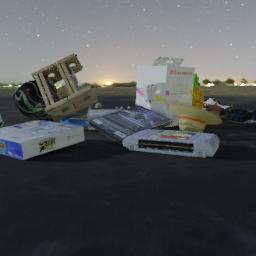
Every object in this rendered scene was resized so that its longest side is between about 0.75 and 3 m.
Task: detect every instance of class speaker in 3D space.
[{"bbox_3d":[-0.506,-0.296,9.981,1.862,0.756,0.756,1,8,3],"label":"speaker"}]

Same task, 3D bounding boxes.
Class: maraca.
[{"bbox_3d":[2.977,-1.440,13.086,1.149,2.149,1.473,15,33,28],"label":"maraca"}]

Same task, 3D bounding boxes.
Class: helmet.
[{"bbox_3d":[-4.253,-1.288,13.131,1.871,1.784,1.871,-39,10,8],"label":"helmet"}]

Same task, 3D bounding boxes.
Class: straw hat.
[{"bbox_3d":[1.921,-0.070,8.436,1.773,0.750,1.773,19,-6,2],"label":"straw hat"}]

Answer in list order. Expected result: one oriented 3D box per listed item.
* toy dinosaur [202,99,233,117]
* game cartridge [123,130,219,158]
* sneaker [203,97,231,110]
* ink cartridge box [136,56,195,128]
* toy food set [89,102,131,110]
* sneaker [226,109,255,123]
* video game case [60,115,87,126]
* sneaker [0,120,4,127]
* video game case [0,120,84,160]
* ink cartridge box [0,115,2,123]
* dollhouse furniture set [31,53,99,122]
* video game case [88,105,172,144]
[{"bbox_3d":[4.274,-0.828,13.419,2.018,0.866,1.367,-8,15,-23],"label":"toy dinosaur"},{"bbox_3d":[1.124,0.338,7.032,2.139,0.437,1.424,4,5,23],"label":"game cartridge"},{"bbox_3d":[5.122,-1.360,16.560,2.144,0.940,0.811,8,10,36],"label":"sneaker"},{"bbox_3d":[1.459,-1.480,11.186,1.676,2.607,1.633,-6,13,-41],"label":"ink cartridge box"},{"bbox_3d":[-0.968,-1.022,15.115,2.227,0.673,1.598,-1,8,-6],"label":"toy food set"},{"bbox_3d":[5.082,-0.441,11.956,1.702,0.644,0.656,4,-12,22],"label":"sneaker"},{"bbox_3d":[-1.531,-0.388,12.435,1.726,0.215,2.412,7,11,36],"label":"video game case"},{"bbox_3d":[-5.252,-0.174,10.473,1.172,0.456,0.820,4,3,-17],"label":"sneaker"},{"bbox_3d":[-2.421,0.231,7.096,1.959,0.445,1.776,7,17,38],"label":"video game case"},{"bbox_3d":[-5.124,-0.312,9.015,1.454,0.610,1.277,2,18,21],"label":"ink cartridge box"},{"bbox_3d":[-2.110,-1.147,10.829,1.787,1.798,2.550,-27,-25,-2],"label":"dollhouse furniture set"},{"bbox_3d":[0.100,-0.182,8.643,2.147,0.204,1.534,-19,34,-39],"label":"video game case"}]
